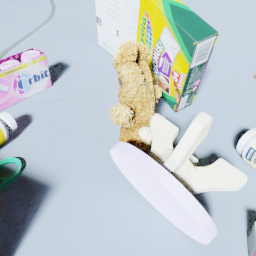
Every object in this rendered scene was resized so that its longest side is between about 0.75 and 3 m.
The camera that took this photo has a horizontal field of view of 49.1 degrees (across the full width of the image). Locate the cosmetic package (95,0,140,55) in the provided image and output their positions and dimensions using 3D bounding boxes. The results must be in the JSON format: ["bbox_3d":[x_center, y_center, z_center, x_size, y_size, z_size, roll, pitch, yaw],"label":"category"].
[{"bbox_3d":[0.203,-4.832,12.092,2.460,2.982,2.458,-20,43,-22],"label":"cosmetic package"}]

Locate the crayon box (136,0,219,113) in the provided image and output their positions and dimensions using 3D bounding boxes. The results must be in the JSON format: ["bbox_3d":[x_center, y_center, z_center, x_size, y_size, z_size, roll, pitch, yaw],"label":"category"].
[{"bbox_3d":[1.237,-2.304,8.555,0.840,2.881,2.485,-27,62,-20],"label":"crayon box"}]

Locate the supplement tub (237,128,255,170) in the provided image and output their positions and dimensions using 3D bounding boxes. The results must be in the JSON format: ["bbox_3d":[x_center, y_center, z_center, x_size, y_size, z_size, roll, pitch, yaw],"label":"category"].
[{"bbox_3d":[3.461,0.683,6.943,0.931,0.931,1.284,-18,42,-21],"label":"supplement tub"}]

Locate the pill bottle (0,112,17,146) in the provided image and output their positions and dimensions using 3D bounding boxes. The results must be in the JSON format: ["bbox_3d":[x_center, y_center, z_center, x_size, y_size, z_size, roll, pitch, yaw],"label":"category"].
[{"bbox_3d":[-3.819,0.211,7.579,0.859,0.859,1.543,21,43,24],"label":"pill bottle"}]

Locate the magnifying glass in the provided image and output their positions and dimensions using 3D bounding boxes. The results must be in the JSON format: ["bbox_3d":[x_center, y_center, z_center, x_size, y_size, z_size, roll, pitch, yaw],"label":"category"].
[{"bbox_3d":[-3.105,1.367,6.692,0.706,0.199,1.773,4,40,5],"label":"magnifying glass"}]

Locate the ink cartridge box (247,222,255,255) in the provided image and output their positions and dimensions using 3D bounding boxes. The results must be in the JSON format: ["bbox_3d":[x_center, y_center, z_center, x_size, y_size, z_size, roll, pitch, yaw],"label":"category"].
[{"bbox_3d":[2.759,2.248,5.277,0.811,0.587,0.590,9,40,11],"label":"ink cartridge box"}]

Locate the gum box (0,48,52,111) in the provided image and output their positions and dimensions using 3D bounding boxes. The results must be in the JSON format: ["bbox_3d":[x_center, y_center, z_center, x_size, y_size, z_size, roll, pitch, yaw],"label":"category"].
[{"bbox_3d":[-3.836,-1.670,9.526,0.767,1.315,2.318,27,46,29],"label":"gum box"}]

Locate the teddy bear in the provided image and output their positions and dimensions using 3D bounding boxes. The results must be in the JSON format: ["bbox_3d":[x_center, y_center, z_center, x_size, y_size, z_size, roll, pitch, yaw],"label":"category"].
[{"bbox_3d":[0.283,-0.698,6.993,0.986,2.954,2.142,1,-6,20],"label":"teddy bear"}]

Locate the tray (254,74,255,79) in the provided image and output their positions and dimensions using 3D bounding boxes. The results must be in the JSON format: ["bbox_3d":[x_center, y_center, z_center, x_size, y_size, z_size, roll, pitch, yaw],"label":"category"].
[{"bbox_3d":[5.472,-2.075,10.929,1.084,0.201,0.535,-28,47,-29],"label":"tray"}]

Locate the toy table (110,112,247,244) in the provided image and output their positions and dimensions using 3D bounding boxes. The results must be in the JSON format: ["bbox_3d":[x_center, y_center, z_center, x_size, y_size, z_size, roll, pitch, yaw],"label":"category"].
[{"bbox_3d":[1.046,0.869,5.862,2.618,2.407,1.533,43,69,14],"label":"toy table"}]
